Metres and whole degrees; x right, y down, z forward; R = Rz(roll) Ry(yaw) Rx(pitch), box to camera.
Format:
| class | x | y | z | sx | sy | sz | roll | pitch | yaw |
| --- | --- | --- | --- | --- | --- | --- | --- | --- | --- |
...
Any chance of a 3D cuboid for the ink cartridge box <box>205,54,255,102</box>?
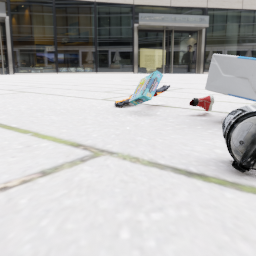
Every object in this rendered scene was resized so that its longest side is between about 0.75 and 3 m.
| class | x | y | z | sx | sy | sz | roll | pitch | yaw |
| --- | --- | --- | --- | --- | --- | --- | --- | --- | --- |
| ink cartridge box | 3.830 | -1.298 | 7.695 | 2.989 | 1.014 | 1.734 | -2 | 19 | -35 |

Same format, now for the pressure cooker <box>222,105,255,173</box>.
| class | x | y | z | sx | sy | sz | roll | pitch | yaw |
| --- | --- | --- | --- | --- | --- | --- | --- | --- | --- |
| pressure cooker | 1.901 | 0.130 | 4.152 | 0.910 | 0.896 | 1.019 | -14 | 10 | 17 |

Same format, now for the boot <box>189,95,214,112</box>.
| class | x | y | z | sx | sy | sz | roll | pitch | yaw |
| --- | --- | --- | --- | --- | --- | --- | --- | --- | --- |
| boot | 2.305 | -0.750 | 8.910 | 0.734 | 0.368 | 1.017 | -8 | -17 | 8 |

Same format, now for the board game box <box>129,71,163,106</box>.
| class | x | y | z | sx | sy | sz | roll | pitch | yaw |
| --- | --- | --- | --- | --- | --- | --- | --- | --- | --- |
| board game box | 0.567 | -1.265 | 9.060 | 0.287 | 0.923 | 1.222 | 31 | -14 | -17 |

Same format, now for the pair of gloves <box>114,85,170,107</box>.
| class | x | y | z | sx | sy | sz | roll | pitch | yaw |
| --- | --- | --- | --- | --- | --- | --- | --- | --- | --- |
| pair of gloves | 0.549 | -1.267 | 10.719 | 2.083 | 0.258 | 1.856 | -13 | 11 | 26 |
